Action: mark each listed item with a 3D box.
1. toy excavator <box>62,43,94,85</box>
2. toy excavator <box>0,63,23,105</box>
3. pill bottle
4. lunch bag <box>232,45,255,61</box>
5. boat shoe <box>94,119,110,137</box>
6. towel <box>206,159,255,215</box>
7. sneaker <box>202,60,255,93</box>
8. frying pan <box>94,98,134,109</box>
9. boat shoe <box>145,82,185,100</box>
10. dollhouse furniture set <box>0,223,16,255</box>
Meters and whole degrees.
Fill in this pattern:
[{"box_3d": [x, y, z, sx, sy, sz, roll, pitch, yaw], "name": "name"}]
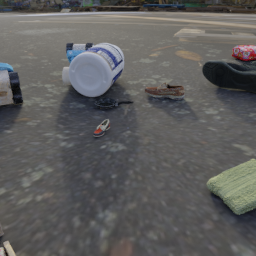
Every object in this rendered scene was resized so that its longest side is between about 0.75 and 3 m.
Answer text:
[{"box_3d": [-2.134, -2.604, 12.071, 1.201, 2.405, 2.339, 1, -17, 4], "name": "toy excavator"}, {"box_3d": [-4.566, -1.702, 9.999, 1.173, 2.284, 2.349, -13, 58, -22], "name": "toy excavator"}, {"box_3d": [-1.074, -2.466, 11.214, 1.633, 1.633, 2.940, 6, 27, 12], "name": "pill bottle"}, {"box_3d": [6.809, -4.183, 15.604, 1.608, 0.659, 1.417, -10, 29, -18], "name": "lunch bag"}, {"box_3d": [-0.740, 0.002, 7.922, 0.271, 0.238, 0.762, 15, 32, 23], "name": "boat shoe"}, {"box_3d": [2.359, 1.128, 5.530, 1.347, 0.246, 0.999, -21, 34, -17], "name": "towel"}, {"box_3d": [4.462, -2.209, 11.422, 2.713, 1.037, 1.554, 16, 30, 23], "name": "sneaker"}, {"box_3d": [-0.529, -0.883, 9.685, 1.287, 0.209, 0.778, -7, 29, -17], "name": "frying pan"}, {"box_3d": [1.363, -1.430, 10.371, 1.506, 0.541, 0.570, 8, 28, 14], "name": "boat shoe"}, {"box_3d": [-1.976, 1.823, 3.379, 1.343, 1.147, 2.591, -19, 33, -32], "name": "dollhouse furniture set"}]
